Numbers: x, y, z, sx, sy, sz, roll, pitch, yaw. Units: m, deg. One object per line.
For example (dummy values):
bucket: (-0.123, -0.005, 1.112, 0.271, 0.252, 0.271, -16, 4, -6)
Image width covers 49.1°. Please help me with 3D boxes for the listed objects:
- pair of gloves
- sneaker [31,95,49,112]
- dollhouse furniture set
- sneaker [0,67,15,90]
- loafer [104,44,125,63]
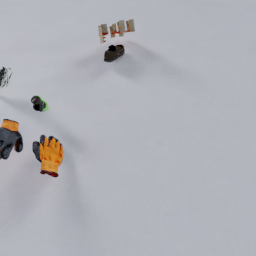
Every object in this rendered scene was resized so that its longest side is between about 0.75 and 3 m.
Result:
pair of gloves: (-2.374, 0.420, 6.713, 1.742, 0.215, 1.552, 22, 26, -23)
sneaker: (-2.575, -0.692, 7.964, 0.361, 0.331, 0.861, -28, 37, -32)
dollhouse furniture set: (-0.469, -3.708, 10.882, 1.289, 0.671, 1.303, -13, 14, -19)
sneaker: (-3.928, -1.473, 8.922, 0.445, 1.006, 0.373, 0, 47, -55)
loafer: (-0.476, -2.867, 10.390, 0.491, 0.480, 1.346, 11, 37, 16)
